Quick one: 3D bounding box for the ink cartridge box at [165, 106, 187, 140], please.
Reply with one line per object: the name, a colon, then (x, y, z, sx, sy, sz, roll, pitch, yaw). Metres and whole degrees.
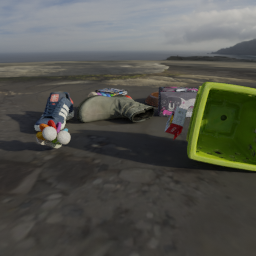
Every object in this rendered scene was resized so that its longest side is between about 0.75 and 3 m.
ink cartridge box: (1.436, -0.121, 8.567, 0.369, 0.773, 0.880, 18, -20, -1)

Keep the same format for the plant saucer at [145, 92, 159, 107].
plant saucer: (2.173, -1.545, 14.710, 2.551, 0.439, 2.551, 1, 17, 0)

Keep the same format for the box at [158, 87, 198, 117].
box: (2.203, -1.124, 12.198, 1.742, 1.151, 0.999, 2, 21, 4)

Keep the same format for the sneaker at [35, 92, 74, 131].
sneaker: (-2.852, -0.731, 10.827, 1.081, 1.218, 2.883, 1, 18, 2)

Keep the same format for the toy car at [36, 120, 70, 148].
toy car: (-2.130, 0.138, 8.069, 0.944, 0.708, 0.826, 19, -27, -32)

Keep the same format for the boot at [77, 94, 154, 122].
boot: (-0.404, -0.708, 11.326, 1.938, 1.005, 2.967, 23, 29, 39)

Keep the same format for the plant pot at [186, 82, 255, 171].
plant pot: (2.639, -0.148, 7.500, 1.976, 1.966, 1.793, 11, 11, 3)

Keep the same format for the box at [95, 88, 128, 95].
box: (-0.989, -2.121, 16.788, 1.408, 0.350, 1.397, 13, 22, 36)

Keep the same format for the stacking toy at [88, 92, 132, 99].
stacking toy: (-0.753, -1.176, 13.125, 2.235, 0.954, 0.954, -3, 16, -35)
